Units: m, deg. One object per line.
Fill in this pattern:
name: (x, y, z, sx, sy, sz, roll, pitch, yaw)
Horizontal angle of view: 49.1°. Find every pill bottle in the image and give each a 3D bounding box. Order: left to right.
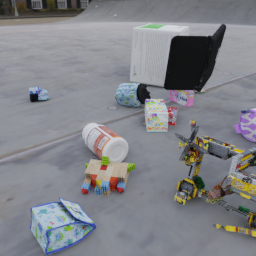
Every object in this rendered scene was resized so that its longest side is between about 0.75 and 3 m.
pill bottle: (-0.781, 0.436, 8.832, 0.905, 0.905, 1.613, -17, 31, -31)

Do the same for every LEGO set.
LEGO set: (2.026, 1.201, 5.976, 2.724, 2.095, 1.578, 30, 22, 34)

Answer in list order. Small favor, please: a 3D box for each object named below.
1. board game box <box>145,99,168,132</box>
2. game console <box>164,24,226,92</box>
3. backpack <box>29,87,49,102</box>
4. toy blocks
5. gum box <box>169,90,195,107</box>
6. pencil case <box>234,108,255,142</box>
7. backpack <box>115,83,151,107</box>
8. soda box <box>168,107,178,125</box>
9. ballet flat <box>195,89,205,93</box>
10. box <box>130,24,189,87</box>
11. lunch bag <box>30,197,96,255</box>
board game box: (1.082, -0.512, 10.895, 0.792, 0.778, 1.510, 0, 26, 0)
game console: (2.825, -2.984, 11.937, 1.527, 2.623, 2.307, 25, 51, 19)
backpack: (-4.225, -1.618, 13.370, 0.878, 0.590, 0.801, -5, 26, -12)
toy blocks: (-0.593, 1.345, 7.402, 1.442, 0.721, 0.986, 4, 38, 11)
gum box: (2.469, -1.538, 13.048, 0.413, 0.709, 1.249, -18, 32, -33)
pencil case: (5.283, -0.333, 10.187, 2.922, 1.226, 1.249, -14, -7, -28)
backpack: (0.116, -1.483, 12.420, 1.421, 1.160, 1.093, 23, 70, 32)
soda box: (1.785, -0.502, 11.358, 0.385, 0.348, 1.099, 6, 26, 9)
ballet flat: (3.255, -2.138, 14.501, 1.523, 0.512, 0.518, 7, 27, 14)
box: (1.810, -4.161, 15.750, 2.566, 2.995, 2.980, 12, 27, 17)
lunch bag: (-1.376, 1.997, 5.957, 1.128, 0.719, 0.959, -3, 19, -37)
